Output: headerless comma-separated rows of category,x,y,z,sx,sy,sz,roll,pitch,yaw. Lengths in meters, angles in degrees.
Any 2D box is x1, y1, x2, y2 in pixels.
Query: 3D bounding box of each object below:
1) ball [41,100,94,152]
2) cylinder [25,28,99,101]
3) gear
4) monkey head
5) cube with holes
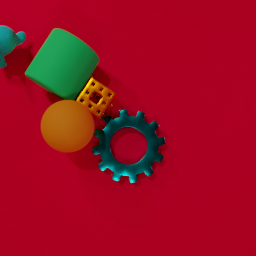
ball,-1.351,-0.040,6.320,1.175,1.175,1.175,0,85,0
cylinder,-1.563,-1.463,6.756,1.297,1.297,1.297,31,85,2
gear,0.016,0.450,7.101,1.800,0.333,1.800,0,85,0
monkey head,-3.094,-1.983,6.870,0.809,1.343,0.966,-4,114,24
cube with holes,-0.758,-0.686,6.997,0.713,0.713,0.713,33,86,4
